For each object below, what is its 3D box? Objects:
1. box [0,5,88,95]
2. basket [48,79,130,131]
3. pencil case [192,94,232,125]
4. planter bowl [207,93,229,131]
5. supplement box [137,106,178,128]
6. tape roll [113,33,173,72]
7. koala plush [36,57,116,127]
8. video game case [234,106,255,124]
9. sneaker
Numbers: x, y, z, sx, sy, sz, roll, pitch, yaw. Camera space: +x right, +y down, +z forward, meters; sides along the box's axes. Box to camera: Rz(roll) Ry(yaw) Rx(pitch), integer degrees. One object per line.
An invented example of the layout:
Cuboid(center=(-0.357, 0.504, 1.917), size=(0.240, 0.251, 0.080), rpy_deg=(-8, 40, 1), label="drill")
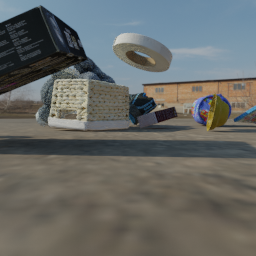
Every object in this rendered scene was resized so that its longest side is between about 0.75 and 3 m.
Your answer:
Cuboid(center=(-1.764, -0.752, 3.707), size=(2.233, 0.486, 1.789), rpy_deg=(-21, 10, 6), label="box")
Cuboid(center=(-0.977, -0.621, 7.735), size=(1.388, 1.264, 2.048), rpy_deg=(5, 3, 31), label="basket")
Cuboid(center=(3.150, -0.704, 10.861), size=(1.133, 1.261, 2.904), rpy_deg=(17, 5, 7), label="pencil case")
Cuboid(center=(2.215, -0.348, 6.812), size=(0.392, 0.941, 0.941), rpy_deg=(11, 4, 9), label="planter bowl")
Cuboid(center=(0.922, -0.340, 8.605), size=(0.652, 0.365, 1.198), rpy_deg=(-18, 0, 43), label="supplement box")
Cuboid(center=(0.392, -2.037, 7.725), size=(1.676, 0.306, 1.676), rpy_deg=(18, -7, 2), label="tape roll")
Cuboid(center=(-1.783, -1.106, 9.275), size=(2.441, 2.355, 2.656), rpy_deg=(35, 17, 21), label="koala plush")
Cuboid(center=(4.592, -0.456, 9.878), size=(1.447, 0.129, 1.035), rpy_deg=(3, -28, -32), label="video game case")
Cuboid(center=(0.296, -0.898, 11.239), size=(1.145, 1.024, 2.796), rpy_deg=(-33, 23, -5), label="sneaker")
